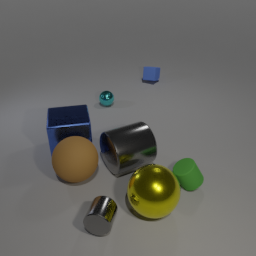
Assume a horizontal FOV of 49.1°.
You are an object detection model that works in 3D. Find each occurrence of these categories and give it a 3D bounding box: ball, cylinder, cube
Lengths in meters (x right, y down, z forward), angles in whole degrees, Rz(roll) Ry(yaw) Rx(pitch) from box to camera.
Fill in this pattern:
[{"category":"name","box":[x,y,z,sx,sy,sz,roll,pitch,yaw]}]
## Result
[{"category":"ball","box":[-1.599,0.946,8.516,1.400,1.400,1.400,0,32,0]},{"category":"cylinder","box":[1.780,1.364,8.274,0.700,0.700,0.700,-27,28,15]},{"category":"ball","box":[0.676,1.650,7.371,1.400,1.400,1.400,0,32,0]},{"category":"ball","box":[-0.982,-1.365,12.852,0.700,0.700,0.700,0,32,0]},{"category":"cube","box":[-2.012,0.153,9.768,1.400,1.400,1.400,-6,32,-10]},{"category":"cylinder","box":[-0.679,2.193,7.037,0.700,0.700,0.700,7,28,11]},{"category":"cylinder","box":[-0.007,0.624,9.010,1.400,1.400,1.400,-17,35,-24]},{"category":"cube","box":[1.283,-2.954,15.215,0.700,0.700,0.700,11,16,27]}]
